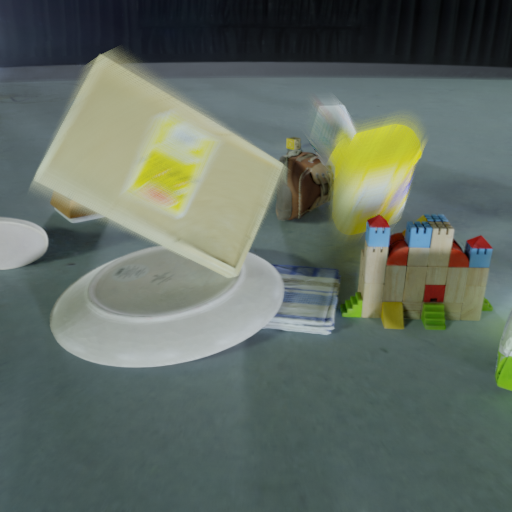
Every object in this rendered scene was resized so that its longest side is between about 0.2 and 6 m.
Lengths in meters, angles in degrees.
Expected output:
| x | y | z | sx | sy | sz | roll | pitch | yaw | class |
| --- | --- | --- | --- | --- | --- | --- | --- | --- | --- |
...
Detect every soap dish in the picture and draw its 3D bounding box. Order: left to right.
| x | y | z | sx | sy | sz | roll | pitch | yaw | class |
| --- | --- | --- | --- | --- | --- | --- | --- | --- | --- |
| -3.645 | -1.138 | 11.695 | 0.973 | 0.502 | 1.237 | -16 | 28 | -32 | soap dish |

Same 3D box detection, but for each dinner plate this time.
| x | y | z | sx | sy | sz | roll | pitch | yaw | class |
| --- | --- | --- | --- | --- | --- | --- | --- | --- | --- |
| -1.260 | 0.439 | 7.972 | 3.296 | 0.400 | 3.296 | -5 | 25 | 2 | dinner plate |

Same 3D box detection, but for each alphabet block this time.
| x | y | z | sx | sy | sz | roll | pitch | yaw | class |
| --- | --- | --- | --- | --- | --- | --- | --- | --- | --- |
| 1.154 | -3.457 | 17.202 | 0.328 | 0.326 | 0.334 | 20 | 31 | 41 | alphabet block |

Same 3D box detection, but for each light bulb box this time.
| x | y | z | sx | sy | sz | roll | pitch | yaw | class |
| --- | --- | --- | --- | --- | --- | --- | --- | --- | --- |
| 1.293 | -2.023 | 9.444 | 0.459 | 0.736 | 0.729 | 6 | 67 | 29 | light bulb box |

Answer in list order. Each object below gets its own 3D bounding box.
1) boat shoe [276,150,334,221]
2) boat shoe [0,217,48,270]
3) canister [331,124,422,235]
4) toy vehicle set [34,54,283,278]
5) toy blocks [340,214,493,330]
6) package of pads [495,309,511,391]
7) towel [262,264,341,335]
| x | y | z | sx | sy | sz | roll | pitch | yaw | class |
| --- | --- | --- | --- | --- | --- | --- | --- | --- | --- |
| 1.098 | -1.585 | 11.889 | 1.176 | 1.240 | 3.274 | 5 | 26 | 8 | boat shoe |
| -4.758 | -0.337 | 9.332 | 2.459 | 0.918 | 1.140 | -4 | 27 | -15 | boat shoe |
| 1.773 | -1.110 | 8.622 | 1.222 | 1.645 | 0.712 | -15 | 57 | -5 | canister |
| -1.140 | -1.084 | 7.216 | 2.772 | 1.722 | 0.368 | 28 | -15 | -19 | toy vehicle set |
| 2.277 | 0.103 | 7.662 | 2.149 | 1.469 | 1.074 | 2 | 24 | 2 | toy blocks |
| 4.714 | 0.891 | 6.256 | 3.389 | 1.156 | 2.619 | 14 | 27 | 28 | package of pads |
| 0.540 | 0.583 | 8.145 | 1.324 | 0.215 | 1.802 | 5 | 24 | 11 | towel |
